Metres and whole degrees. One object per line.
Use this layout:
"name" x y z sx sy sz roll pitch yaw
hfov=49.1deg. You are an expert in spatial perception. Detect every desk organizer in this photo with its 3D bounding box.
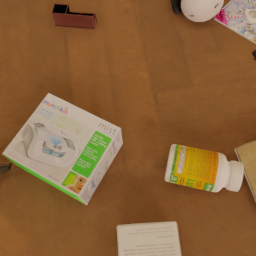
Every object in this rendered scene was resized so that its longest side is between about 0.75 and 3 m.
"desk organizer" -1.951 -4.091 10.253 1.533 0.590 0.550 6 65 3

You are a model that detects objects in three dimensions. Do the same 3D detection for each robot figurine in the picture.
"robot figurine" 2.624 -5.091 10.228 1.573 1.894 2.521 6 63 -16

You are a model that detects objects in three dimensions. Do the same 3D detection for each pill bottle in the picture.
"pill bottle" 1.990 1.103 7.440 1.877 1.042 1.042 11 65 11

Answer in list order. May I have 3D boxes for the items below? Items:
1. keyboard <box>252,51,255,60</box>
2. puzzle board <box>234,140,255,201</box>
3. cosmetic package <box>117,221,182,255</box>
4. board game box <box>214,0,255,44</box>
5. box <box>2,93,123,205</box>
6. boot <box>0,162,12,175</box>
"keyboard" 4.747 -2.356 9.651 0.520 0.198 0.999 -34 68 -15
"puzzle board" 4.567 1.106 7.679 2.860 0.249 2.155 -19 84 -8
"cosmetic package" 0.543 3.676 6.306 1.471 1.071 2.894 -3 66 -1
"board game box" 4.760 -4.271 10.511 2.222 0.287 2.221 39 71 17
"box" -1.667 0.554 7.742 2.400 1.160 2.118 26 69 13
"boot" -4.139 1.621 7.524 2.237 0.836 1.084 -15 79 -1
